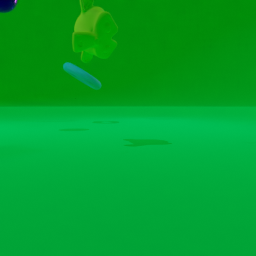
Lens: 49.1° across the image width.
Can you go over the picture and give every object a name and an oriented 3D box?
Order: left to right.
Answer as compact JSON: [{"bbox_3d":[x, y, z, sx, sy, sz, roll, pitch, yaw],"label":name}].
[{"bbox_3d":[-3.291,-3.417,7.266,0.809,0.809,0.809,0,5,0],"label":"ball"},{"bbox_3d":[-1.790,-2.026,11.009,1.661,0.332,1.661,31,0,0],"label":"ring"},{"bbox_3d":[-0.698,-1.659,4.920,0.964,1.339,0.807,-25,47,-35],"label":"monkey head"}]
